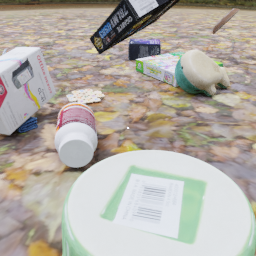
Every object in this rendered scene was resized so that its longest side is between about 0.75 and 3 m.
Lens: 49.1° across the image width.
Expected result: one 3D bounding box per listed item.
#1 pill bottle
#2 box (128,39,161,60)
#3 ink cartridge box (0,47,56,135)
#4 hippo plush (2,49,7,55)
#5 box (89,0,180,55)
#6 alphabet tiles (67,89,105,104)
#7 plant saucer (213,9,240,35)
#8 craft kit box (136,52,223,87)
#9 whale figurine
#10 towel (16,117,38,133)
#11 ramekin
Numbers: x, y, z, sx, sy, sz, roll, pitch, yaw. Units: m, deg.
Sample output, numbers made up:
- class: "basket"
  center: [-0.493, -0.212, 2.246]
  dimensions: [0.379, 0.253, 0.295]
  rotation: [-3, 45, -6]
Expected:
- class: "pill bottle"
  center: [-1.341, 0.153, 7.276]
  dimensions: [1.057, 1.057, 1.872]
  rotation: [-4, 28, -8]
- class: "box"
  center: [0.942, -4.503, 16.089]
  dimensions: [1.824, 0.952, 1.350]
  rotation: [2, 29, 2]
- class: "ink cartridge box"
  center: [-3.377, -1.167, 8.274]
  dimensions: [1.002, 1.727, 2.340]
  rotation: [9, 40, 24]
- class: "hippo plush"
  center: [-5.420, -2.135, 11.764]
  dimensions: [1.398, 1.385, 1.739]
  rotation: [40, 49, 12]
- class: "box"
  center: [0.373, -2.733, 6.555]
  dimensions: [2.170, 0.543, 2.187]
  rotation: [-37, 11, -24]
- class: "alphabet tiles"
  center: [-1.640, -1.213, 10.845]
  dimensions: [1.382, 0.101, 1.352]
  rotation: [-12, 31, -21]
- class: "plant saucer"
  center: [2.890, -3.215, 8.383]
  dimensions: [0.169, 0.979, 0.979]
  rotation: [46, 37, -1]
- class: "craft kit box"
  center: [2.411, -2.923, 13.486]
  dimensions: [2.996, 0.727, 2.959]
  rotation: [-19, 36, -30]
- class: "whale figurine"
  center: [2.978, -2.102, 11.358]
  dimensions: [2.591, 1.344, 2.061]
  rotation: [3, 65, -36]
- class: "towel"
  center: [-3.455, -0.249, 8.817]
  dimensions: [1.284, 0.312, 0.717]
  rotation: [24, 37, 36]
- class: "ramekin"
  center: [0.400, 1.576, 4.194]
  dimensions: [2.932, 1.432, 2.932]
  rotation: [0, 28, 0]
